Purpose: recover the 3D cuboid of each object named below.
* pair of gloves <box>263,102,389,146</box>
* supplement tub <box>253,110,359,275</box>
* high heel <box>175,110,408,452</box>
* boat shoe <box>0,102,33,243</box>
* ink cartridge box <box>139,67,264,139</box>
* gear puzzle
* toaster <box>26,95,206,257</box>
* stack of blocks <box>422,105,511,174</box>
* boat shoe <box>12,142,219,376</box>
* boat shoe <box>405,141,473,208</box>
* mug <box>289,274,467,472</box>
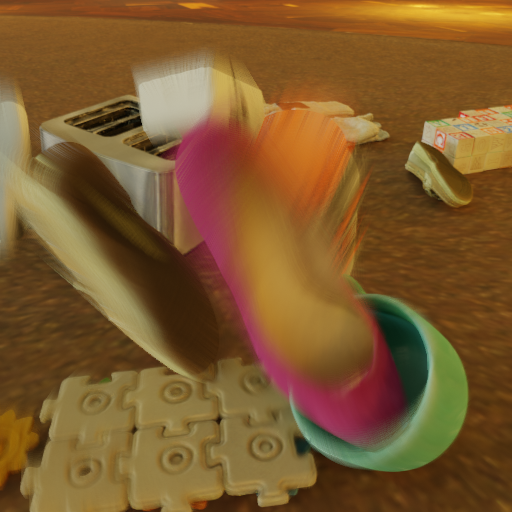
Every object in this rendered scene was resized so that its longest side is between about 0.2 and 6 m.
[{"bbox_3d":[1.490,-3.096,12.801,2.382,0.491,2.801,-10,33,-17],"label":"pair of gloves"},{"bbox_3d":[0.423,-0.433,5.740,1.220,1.991,1.220,-4,58,6],"label":"supplement tub"},{"bbox_3d":[0.339,0.344,4.093,0.993,2.946,1.416,-38,2,-9],"label":"high heel"},{"bbox_3d":[-3.108,-1.041,7.179,0.652,1.766,0.603,7,6,19],"label":"boat shoe"},{"bbox_3d":[-0.511,-1.460,5.585,0.820,0.464,1.118,-5,2,26],"label":"ink cartridge box"},{"bbox_3d":[-1.127,1.694,4.934,3.190,0.418,1.652,-6,33,-4],"label":"gear puzzle"},{"bbox_3d":[-1.638,-1.159,8.290,2.444,1.604,2.703,22,37,25],"label":"toaster"},{"bbox_3d":[4.650,-2.383,11.330,2.550,0.747,1.468,-11,32,-16],"label":"stack of blocks"},{"bbox_3d":[-1.272,0.137,5.160,0.923,2.423,0.868,-19,20,37],"label":"boat shoe"},{"bbox_3d":[3.159,-1.344,9.883,0.726,0.626,1.991,16,32,-21],"label":"boat shoe"},{"bbox_3d":[1.134,1.008,4.878,1.345,1.012,1.636,-2,64,43],"label":"mug"}]
